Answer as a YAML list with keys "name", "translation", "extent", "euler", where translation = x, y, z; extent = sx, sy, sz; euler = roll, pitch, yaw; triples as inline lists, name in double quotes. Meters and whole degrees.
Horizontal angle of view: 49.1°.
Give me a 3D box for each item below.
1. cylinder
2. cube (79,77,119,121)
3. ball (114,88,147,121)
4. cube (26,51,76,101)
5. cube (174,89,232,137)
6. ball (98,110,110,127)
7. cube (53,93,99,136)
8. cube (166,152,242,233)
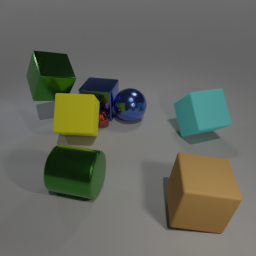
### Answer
- name: "cylinder"
  translation: [-1.507, 1.266, 8.215]
  extent: [1.400, 1.400, 1.400]
  euler: [8, 33, 12]
- name: "cube"
  translation: [-1.232, -1.291, 12.331]
  extent: [1.400, 1.400, 1.400]
  euler: [6, 32, 10]
- name: "ball"
  translation: [0.090, -0.977, 11.808]
  extent: [1.400, 1.400, 1.400]
  euler: [0, 32, 0]
- name: "cube"
  translation: [-3.086, -2.030, 11.152]
  extent: [1.400, 1.400, 1.400]
  euler: [-4, 57, -34]
- name: "cube"
  translation: [2.772, -0.550, 10.588]
  extent: [1.400, 1.400, 1.400]
  euler: [-9, -8, -18]
- name: "ball"
  translation: [-1.098, -0.387, 11.550]
  extent: [0.700, 0.700, 0.700]
  euler: [0, 32, 0]
- name: "cube"
  translation: [-1.879, -0.451, 10.466]
  extent: [1.400, 1.400, 1.400]
  euler: [2, -5, 2]
- name: "cube"
  translation: [1.875, 1.671, 7.297]
  extent: [1.400, 1.400, 1.400]
  euler: [8, 36, -3]
